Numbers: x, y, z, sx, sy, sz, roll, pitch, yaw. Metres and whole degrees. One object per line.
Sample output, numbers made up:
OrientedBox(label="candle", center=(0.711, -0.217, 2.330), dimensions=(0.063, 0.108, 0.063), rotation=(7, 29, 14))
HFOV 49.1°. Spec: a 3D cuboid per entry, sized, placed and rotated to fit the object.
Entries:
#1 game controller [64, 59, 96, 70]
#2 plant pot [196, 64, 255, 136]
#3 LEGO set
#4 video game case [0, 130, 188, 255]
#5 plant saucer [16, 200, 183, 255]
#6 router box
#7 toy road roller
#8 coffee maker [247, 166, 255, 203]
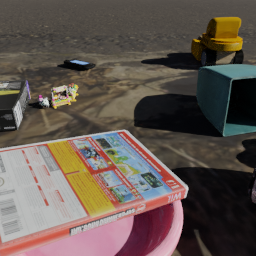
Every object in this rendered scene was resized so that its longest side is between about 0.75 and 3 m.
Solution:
OrientedBox(label="game controller", center=(-2.042, -2.717, 11.834), dimensions=(1.359, 0.286, 0.709), rotation=(18, 36, 26))
OrientedBox(label="plant pot", center=(2.869, -1.026, 7.881), dimensions=(1.534, 1.535, 2.172), rotation=(-8, 28, -12))
OrientedBox(label="LEGO set", center=(-2.034, -1.166, 8.917), dimensions=(0.760, 0.615, 1.651), rotation=(20, 36, 29))
OrientedBox(label="video game case", center=(-0.754, 0.746, 4.385), dimensions=(2.797, 0.244, 2.000), rotation=(-9, 32, -30))
OrientedBox(label="plant saucer", center=(-0.627, 1.310, 4.405), dimensions=(2.883, 0.731, 2.883), rotation=(6, 27, -3))
OrientedBox(label="router box", center=(-4.308, -0.643, 7.968), dimensions=(2.610, 0.682, 2.052), rotation=(-3, 31, -6))
OrientedBox(label="toy road roller", center=(3.875, -3.792, 11.983), dimensions=(1.649, 1.959, 2.683), rotation=(-2, 31, -4))
OrientedBox(label="coffee maker", center=(3.695, 1.136, 4.335), dimensions=(2.560, 1.795, 2.665), rotation=(5, 24, -38))
